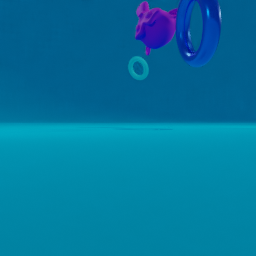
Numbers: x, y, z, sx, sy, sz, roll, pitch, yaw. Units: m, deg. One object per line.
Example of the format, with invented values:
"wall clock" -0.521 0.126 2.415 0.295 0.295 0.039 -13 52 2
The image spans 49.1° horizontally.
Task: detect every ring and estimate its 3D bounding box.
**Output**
"ring" 1.630 -2.428 6.735 0.381 1.907 1.907 -8 3 -11
"ring" 0.472 -2.760 12.984 1.111 1.111 0.222 1 26 42

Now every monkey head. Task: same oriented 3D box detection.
"monkey head" 0.855 -3.280 8.889 1.176 1.405 1.952 14 -40 -34
